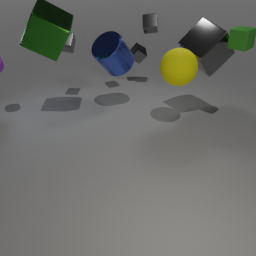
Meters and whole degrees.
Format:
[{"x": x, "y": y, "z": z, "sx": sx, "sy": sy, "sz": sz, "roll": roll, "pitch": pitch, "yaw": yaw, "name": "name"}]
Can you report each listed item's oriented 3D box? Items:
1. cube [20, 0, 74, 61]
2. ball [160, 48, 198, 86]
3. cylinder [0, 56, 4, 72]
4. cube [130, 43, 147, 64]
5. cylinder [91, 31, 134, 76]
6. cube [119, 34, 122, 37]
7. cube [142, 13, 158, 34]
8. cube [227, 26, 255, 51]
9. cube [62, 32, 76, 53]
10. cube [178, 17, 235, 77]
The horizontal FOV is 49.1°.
[{"x": -2.983, "y": -3.639, "z": 10.398, "sx": 1.400, "sy": 1.400, "sz": 1.400, "roll": 21, "pitch": 40, "yaw": -23, "name": "cube"}, {"x": 1.900, "y": -2.277, "z": 10.495, "sx": 1.400, "sy": 1.400, "sz": 1.400, "roll": 0, "pitch": 29, "yaw": 0, "name": "ball"}, {"x": -5.363, "y": -2.589, "z": 11.150, "sx": 0.700, "sy": 0.700, "sz": 0.700, "roll": -10, "pitch": -4, "yaw": -17, "name": "cylinder"}, {"x": 0.557, "y": -4.170, "z": 15.646, "sx": 0.700, "sy": 0.700, "sz": 0.700, "roll": 21, "pitch": 47, "yaw": -32, "name": "cube"}, {"x": -0.630, "y": -3.163, "z": 12.043, "sx": 1.400, "sy": 1.400, "sz": 1.400, "roll": -11, "pitch": 64, "yaw": 23, "name": "cylinder"}, {"x": -0.725, "y": -4.295, "z": 13.955, "sx": 0.700, "sy": 0.700, "sz": 0.700, "roll": -15, "pitch": 28, "yaw": -23, "name": "cube"}, {"x": 1.108, "y": -5.199, "z": 13.966, "sx": 0.700, "sy": 0.700, "sz": 0.700, "roll": -3, "pitch": -7, "yaw": 9, "name": "cube"}, {"x": 4.116, "y": -3.237, "z": 10.112, "sx": 0.700, "sy": 0.700, "sz": 0.700, "roll": 26, "pitch": 40, "yaw": 37, "name": "cube"}, {"x": -2.811, "y": -3.907, "z": 12.683, "sx": 0.700, "sy": 0.700, "sz": 0.700, "roll": 8, "pitch": -11, "yaw": 1, "name": "cube"}, {"x": 3.137, "y": -3.207, "z": 11.196, "sx": 1.400, "sy": 1.400, "sz": 1.400, "roll": 52, "pitch": 11, "yaw": 36, "name": "cube"}]
